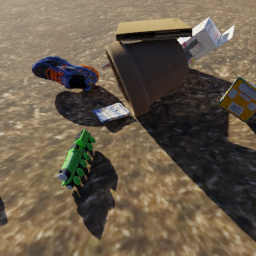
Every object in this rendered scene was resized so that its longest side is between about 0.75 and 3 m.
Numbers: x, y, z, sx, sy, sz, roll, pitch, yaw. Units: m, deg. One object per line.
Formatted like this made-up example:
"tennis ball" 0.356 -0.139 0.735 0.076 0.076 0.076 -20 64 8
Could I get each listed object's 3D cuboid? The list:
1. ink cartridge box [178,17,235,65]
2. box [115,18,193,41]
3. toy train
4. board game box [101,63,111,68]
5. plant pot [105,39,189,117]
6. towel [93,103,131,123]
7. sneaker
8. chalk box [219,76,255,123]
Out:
"ink cartridge box" 2.706 -3.386 11.204 2.825 0.951 1.654 -29 18 36
"box" 0.737 -3.197 9.021 2.184 0.284 2.671 -4 27 2
"toy train" -1.293 0.735 7.160 0.410 0.553 1.963 -31 24 27
"board game box" 0.278 -2.534 11.313 2.137 0.527 2.705 -7 11 45
"plant pot" 0.676 -1.823 8.787 2.101 2.409 2.409 -24 39 -3
"towel" -0.537 -0.522 9.223 1.054 0.125 0.774 -18 42 -28
"sneaker" -2.351 -1.986 10.460 2.507 0.944 0.983 8 41 -4
"chalk box" 3.590 -0.962 8.790 0.996 0.989 1.596 37 24 10
